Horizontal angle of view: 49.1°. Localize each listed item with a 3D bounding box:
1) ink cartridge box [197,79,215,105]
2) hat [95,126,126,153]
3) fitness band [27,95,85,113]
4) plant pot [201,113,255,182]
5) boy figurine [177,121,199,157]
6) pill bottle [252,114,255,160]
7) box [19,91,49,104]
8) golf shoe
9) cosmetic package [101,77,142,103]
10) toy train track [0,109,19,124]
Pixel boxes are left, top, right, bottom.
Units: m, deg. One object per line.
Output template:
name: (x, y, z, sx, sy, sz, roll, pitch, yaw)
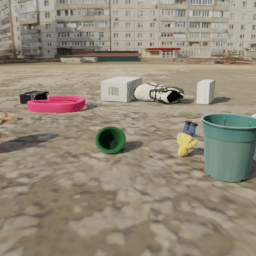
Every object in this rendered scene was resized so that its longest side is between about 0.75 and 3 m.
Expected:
ink cartridge box: (3.932, -1.840, 14.105, 0.616, 1.062, 1.467, 7, 18, 26)
hat: (-0.473, 0.489, 7.747, 0.814, 0.865, 0.983, 1, 53, 0)
fitness band: (-3.203, -1.109, 12.654, 2.574, 0.482, 1.848, 0, 16, 5)
plant pot: (2.141, 0.410, 5.945, 1.246, 1.220, 1.246, 1, 15, 0)
boy figurine: (1.480, 0.303, 6.958, 0.569, 0.916, 0.295, 19, 11, 37)
pill bottle: (4.092, 0.117, 6.903, 2.278, 1.268, 1.268, -7, 17, -27)
box: (-4.691, -1.543, 14.105, 0.904, 0.505, 1.281, 7, 17, 12)
golf shoe: (1.546, -1.725, 13.876, 2.588, 1.006, 1.223, -1, 16, 1)
cosmetic package: (-0.289, -2.164, 15.269, 1.514, 1.089, 2.683, 6, 16, 20)
toy train track: (-5.336, -0.423, 10.426, 2.327, 0.379, 1.335, -4, 16, -13)
